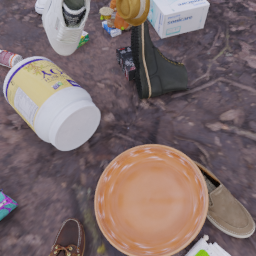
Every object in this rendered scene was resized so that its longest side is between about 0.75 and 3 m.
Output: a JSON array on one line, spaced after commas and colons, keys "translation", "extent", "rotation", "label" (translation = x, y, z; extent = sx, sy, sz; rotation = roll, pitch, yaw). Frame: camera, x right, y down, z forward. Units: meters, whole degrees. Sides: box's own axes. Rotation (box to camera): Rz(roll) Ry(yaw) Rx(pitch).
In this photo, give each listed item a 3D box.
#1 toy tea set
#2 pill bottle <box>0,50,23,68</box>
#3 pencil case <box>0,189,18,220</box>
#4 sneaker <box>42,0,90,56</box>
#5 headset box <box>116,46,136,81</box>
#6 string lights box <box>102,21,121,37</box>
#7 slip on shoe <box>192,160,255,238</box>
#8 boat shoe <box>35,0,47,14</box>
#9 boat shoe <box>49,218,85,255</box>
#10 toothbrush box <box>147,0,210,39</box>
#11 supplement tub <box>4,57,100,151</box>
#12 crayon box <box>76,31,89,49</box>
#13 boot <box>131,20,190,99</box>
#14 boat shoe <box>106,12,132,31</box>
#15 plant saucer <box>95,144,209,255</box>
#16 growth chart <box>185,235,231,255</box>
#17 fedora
[{"translation": [-0.173, -3.133, 7.582], "extent": [0.801, 0.498, 1.347], "rotation": [26, 58, 14], "label": "toy tea set"}, {"translation": [-4.290, -2.454, 9.979], "extent": [0.936, 0.535, 0.535], "rotation": [20, 58, 13], "label": "pill bottle"}, {"translation": [-3.365, 2.147, 6.709], "extent": [0.576, 0.626, 1.354], "rotation": [45, 66, 0], "label": "pencil case"}, {"translation": [-1.343, -2.386, 6.192], "extent": [0.952, 2.493, 1.004], "rotation": [-8, 65, -20], "label": "sneaker"}, {"translation": [0.272, -2.298, 9.876], "extent": [1.007, 0.523, 1.353], "rotation": [-18, 58, -12], "label": "headset box"}, {"translation": [-0.661, -4.020, 11.251], "extent": [0.415, 0.238, 0.809], "rotation": [-27, 59, -18], "label": "string lights box"}, {"translation": [2.183, 1.692, 6.980], "extent": [0.873, 0.696, 2.296], "rotation": [-30, 60, -19], "label": "slip on shoe"}, {"translation": [-3.352, -6.020, 12.271], "extent": [0.958, 0.851, 2.605], "rotation": [12, 56, 8], "label": "boat shoe"}, {"translation": [-1.396, 2.927, 6.128], "extent": [0.709, 0.708, 2.014], "rotation": [3, 54, 3], "label": "boat shoe"}, {"translation": [1.744, -5.082, 11.441], "extent": [1.939, 1.130, 2.649], "rotation": [-18, 57, -12], "label": "toothbrush box"}, {"translation": [-2.150, -0.702, 7.979], "extent": [1.799, 1.799, 2.474], "rotation": [-38, 63, -23], "label": "supplement tub"}, {"translation": [-2.132, -3.356, 10.728], "extent": [0.679, 0.333, 1.143], "rotation": [34, 62, 21], "label": "crayon box"}, {"translation": [1.065, -2.305, 9.110], "extent": [1.734, 2.507, 0.971], "rotation": [-9, 14, -11], "label": "boot"}, {"translation": [-0.099, -4.283, 11.207], "extent": [1.799, 0.646, 0.681], "rotation": [-9, 40, -30], "label": "boat shoe"}, {"translation": [0.536, 1.705, 6.772], "extent": [2.709, 0.507, 2.709], "rotation": [-7, 60, 12], "label": "plant saucer"}, {"translation": [2.053, 3.309, 6.195], "extent": [1.793, 0.159, 1.297], "rotation": [33, 62, 22], "label": "growth chart"}, {"translation": [0.029, -2.786, 6.263], "extent": [1.026, 1.026, 0.419], "rotation": [36, 48, 22], "label": "fedora"}]
